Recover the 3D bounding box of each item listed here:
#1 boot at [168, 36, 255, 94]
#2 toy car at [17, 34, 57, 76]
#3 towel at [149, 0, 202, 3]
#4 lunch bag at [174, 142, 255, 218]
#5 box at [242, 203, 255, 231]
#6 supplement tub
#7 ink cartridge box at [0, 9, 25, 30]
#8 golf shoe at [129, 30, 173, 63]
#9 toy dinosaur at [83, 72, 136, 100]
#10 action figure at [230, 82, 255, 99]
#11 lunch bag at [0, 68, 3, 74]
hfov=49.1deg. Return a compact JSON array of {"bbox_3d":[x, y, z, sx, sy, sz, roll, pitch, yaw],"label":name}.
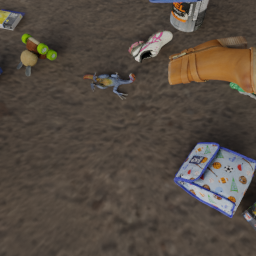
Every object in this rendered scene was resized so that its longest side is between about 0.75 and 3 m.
[{"bbox_3d":[2.136,-1.491,7.350,2.186,1.041,2.826,-10,29,15],"label":"boot"},{"bbox_3d":[-3.751,-2.752,11.013,1.156,1.110,1.407,34,93,23],"label":"toy car"},{"bbox_3d":[1.852,-3.898,8.156,1.593,0.258,2.169,16,35,36],"label":"towel"},{"bbox_3d":[2.511,1.362,8.207,1.877,1.163,1.596,26,61,30],"label":"lunch bag"},{"bbox_3d":[4.589,2.840,7.670,1.601,0.442,2.344,-30,63,-17],"label":"box"},{"bbox_3d":[2.614,-5.367,11.571,1.476,2.409,1.476,0,58,0],"label":"supplement tub"},{"bbox_3d":[-5.474,-4.980,12.602,1.219,0.290,1.234,12,61,7],"label":"ink cartridge box"},{"bbox_3d":[1.044,-3.255,11.326,1.921,0.697,0.884,-29,67,-7],"label":"golf shoe"},{"bbox_3d":[-0.578,-1.863,10.435,1.562,0.904,1.722,-15,45,-31],"label":"toy dinosaur"},{"bbox_3d":[4.818,-1.422,10.227,2.124,0.581,1.255,16,61,18],"label":"action figure"},{"bbox_3d":[-5.421,-2.285,10.643,1.128,0.767,0.746,22,60,15],"label":"lunch bag"}]
